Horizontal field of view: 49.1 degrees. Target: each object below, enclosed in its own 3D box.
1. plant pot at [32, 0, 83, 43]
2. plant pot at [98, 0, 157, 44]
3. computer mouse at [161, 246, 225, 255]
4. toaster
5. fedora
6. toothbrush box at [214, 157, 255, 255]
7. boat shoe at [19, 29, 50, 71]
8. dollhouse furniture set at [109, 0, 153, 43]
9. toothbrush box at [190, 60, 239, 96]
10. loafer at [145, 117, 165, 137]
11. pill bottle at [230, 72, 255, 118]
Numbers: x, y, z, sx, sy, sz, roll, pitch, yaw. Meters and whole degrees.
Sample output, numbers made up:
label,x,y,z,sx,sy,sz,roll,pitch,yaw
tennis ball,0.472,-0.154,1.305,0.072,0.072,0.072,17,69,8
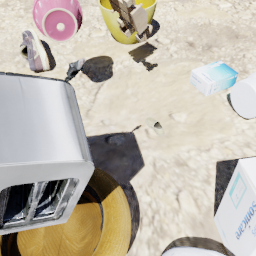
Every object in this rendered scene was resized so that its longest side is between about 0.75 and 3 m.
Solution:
label,x,y,z,sx,sy,sz,roll,pitch,yaw
plant pot,-1.671,-2.636,6.763,1.243,1.243,1.113,-10,38,-10
plant pot,0.022,-4.465,11.502,2.313,1.642,2.313,-1,47,2
computer mouse,1.486,2.535,4.654,2.420,0.531,1.327,0,45,34
toaster,-1.490,0.341,3.029,1.899,2.100,1.246,-2,52,-30
fedora,-1.302,2.029,5.288,2.948,1.202,2.948,0,43,0
toothbrush box,3.355,1.495,5.173,2.911,2.131,1.242,-8,45,-7
boat shoe,-3.681,-2.959,10.570,0.811,0.900,2.502,-18,53,-24
dollhouse furniture set,0.202,-3.302,7.353,1.053,2.379,1.233,-43,68,-1
toothbrush box,2.902,-1.706,9.523,1.281,0.546,0.938,-21,48,-20
loafer,0.793,-0.099,8.094,0.310,0.280,0.819,-25,50,-23
pill bottle,4.408,-1.178,8.426,2.382,1.350,1.350,-19,48,-18
